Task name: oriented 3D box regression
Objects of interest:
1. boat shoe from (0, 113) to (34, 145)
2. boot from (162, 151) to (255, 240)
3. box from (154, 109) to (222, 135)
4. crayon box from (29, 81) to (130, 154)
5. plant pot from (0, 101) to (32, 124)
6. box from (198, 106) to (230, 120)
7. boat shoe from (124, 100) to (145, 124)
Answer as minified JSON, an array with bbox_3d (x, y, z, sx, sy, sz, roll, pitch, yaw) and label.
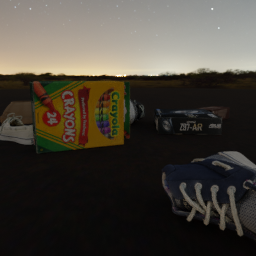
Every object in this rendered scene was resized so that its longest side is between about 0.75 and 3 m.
[{"bbox_3d":[-3.237,-0.045,8.009,1.885,0.804,0.696,8,13,38],"label":"boat shoe"},{"bbox_3d":[1.107,0.888,3.121,1.138,0.917,2.520,-10,5,-2],"label":"boot"},{"bbox_3d":[1.995,-0.277,10.013,2.045,0.556,2.552,1,10,3],"label":"box"},{"bbox_3d":[-1.054,-0.371,7.243,2.701,1.715,0.686,-5,12,-24],"label":"crayon box"},{"bbox_3d":[-4.329,-0.691,11.599,1.791,0.827,1.791,1,9,0],"label":"plant pot"},{"bbox_3d":[3.647,-0.611,11.967,1.475,0.553,0.739,-11,15,-41],"label":"box"},{"bbox_3d":[0.244,-0.676,11.356,0.941,0.996,2.777,-2,3,-4],"label":"boat shoe"}]
